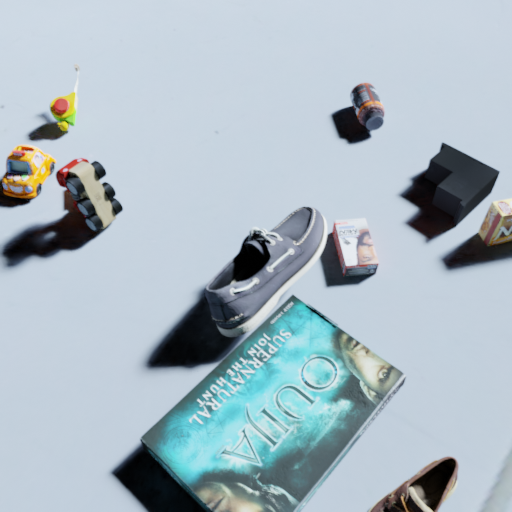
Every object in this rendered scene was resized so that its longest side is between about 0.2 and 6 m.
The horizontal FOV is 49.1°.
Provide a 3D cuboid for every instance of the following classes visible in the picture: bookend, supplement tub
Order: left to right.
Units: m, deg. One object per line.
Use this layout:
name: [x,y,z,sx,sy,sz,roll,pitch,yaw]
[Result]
supplement tub: [2.837,-3.750,14.165,0.691,0.691,1.292,-6,51,-5]
bookend: [4.296,-1.611,12.439,1.470,0.681,1.479,37,60,27]

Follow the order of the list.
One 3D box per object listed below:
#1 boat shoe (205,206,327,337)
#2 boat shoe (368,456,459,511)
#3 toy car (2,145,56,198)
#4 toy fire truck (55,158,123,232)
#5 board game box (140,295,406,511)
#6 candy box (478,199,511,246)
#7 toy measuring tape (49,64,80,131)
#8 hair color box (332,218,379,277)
boat shoe: [0.243,-0.016,10.628,1.238,1.068,3.407,3,43,44]
boat shoe: [2.239,3.643,8.139,2.022,0.728,0.729,-30,57,-22]
toy car: [-5.965,-2.355,12.878,2.845,0.947,1.396,23,54,17]
toy fire truck: [-3.713,-1.465,11.948,1.622,1.428,1.043,19,52,35]
board game box: [0.361,2.546,9.163,2.529,0.526,3.739,34,59,25]
candy box: [5.565,-0.783,11.587,1.646,0.950,0.455,-10,52,-8]
toy measuring tape: [-4.811,-3.986,14.041,0.659,0.659,1.792,1,78,1]
hair color box: [2.019,-0.189,11.472,0.685,0.395,1.235,-5,52,-4]
